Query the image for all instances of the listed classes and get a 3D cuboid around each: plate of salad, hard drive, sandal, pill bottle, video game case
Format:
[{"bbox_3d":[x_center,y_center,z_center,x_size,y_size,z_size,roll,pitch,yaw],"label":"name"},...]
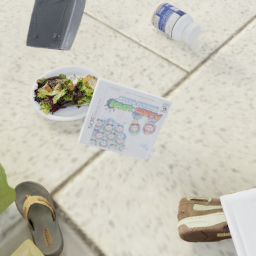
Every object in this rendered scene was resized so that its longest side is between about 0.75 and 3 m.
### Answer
[{"bbox_3d":[-1.880,-1.234,8.843,2.457,0.590,2.457,0,55,0],"label":"plate of salad"},{"bbox_3d":[-2.005,-3.538,8.147,1.767,0.554,2.619,14,90,33],"label":"hard drive"},{"bbox_3d":[-2.102,2.020,6.476,0.831,0.555,2.033,-22,57,-15],"label":"sandal"},{"bbox_3d":[1.797,-3.912,10.531,1.014,1.014,1.826,-35,61,-23],"label":"pill bottle"},{"bbox_3d":[-0.057,-0.111,4.951,1.350,1.229,0.160,15,22,-16],"label":"video game case"},{"bbox_3d":[3.355,1.894,5.370,2.655,0.337,1.751,-13,71,2],"label":"hard drive"}]

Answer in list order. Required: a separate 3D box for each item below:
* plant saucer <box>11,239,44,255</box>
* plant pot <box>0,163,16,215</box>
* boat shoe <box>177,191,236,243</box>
[{"bbox_3d":[-2.097,3.225,5.698,1.307,0.317,1.307,36,67,23],"label":"plant saucer"},{"bbox_3d":[-3.965,1.615,5.699,2.878,2.878,2.733,35,49,23],"label":"plant pot"},{"bbox_3d":[2.545,1.883,6.300,2.874,1.061,1.063,0,48,0],"label":"boat shoe"}]
